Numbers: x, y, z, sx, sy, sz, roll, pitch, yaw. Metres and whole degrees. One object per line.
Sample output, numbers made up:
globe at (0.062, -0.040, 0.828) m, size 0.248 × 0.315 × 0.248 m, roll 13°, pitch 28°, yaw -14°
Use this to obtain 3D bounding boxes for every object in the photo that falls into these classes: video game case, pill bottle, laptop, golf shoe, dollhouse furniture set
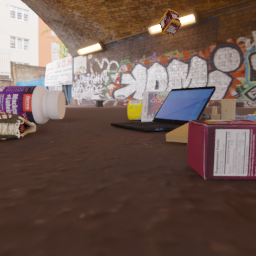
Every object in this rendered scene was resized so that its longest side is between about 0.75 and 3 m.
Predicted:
video game case at (1.483, -0.933, 12.072) m, size 1.737 × 1.583 × 0.200 m, roll 1°, pitch -31°, yaw 8°
pill bottle at (-3.843, -0.880, 10.751) m, size 2.648 × 1.475 × 1.475 m, roll 0°, pitch 5°, yaw 3°
laptop at (1.115, -0.702, 9.411) m, size 2.713 × 1.401 × 2.404 m, roll -3°, pitch 5°, yaw -28°
golf shoe at (-2.832, -0.074, 6.255) m, size 0.888 × 0.778 × 2.016 m, roll 6°, pitch 6°, yaw 6°
dollhouse furniture set at (4.697, -0.763, 12.254) m, size 1.514 × 0.988 × 1.429 m, roll -2°, pitch 6°, yaw -25°

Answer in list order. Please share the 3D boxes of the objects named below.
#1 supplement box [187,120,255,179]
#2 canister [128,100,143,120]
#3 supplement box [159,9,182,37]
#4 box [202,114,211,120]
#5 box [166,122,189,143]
supplement box at (1.550, 0.231, 3.443) m, size 1.477 × 0.633 × 0.815 m, roll 0°, pitch 5°, yaw -1°
canister at (1.304, -0.876, 13.347) m, size 2.387 × 1.033 × 1.773 m, roll 0°, pitch 5°, yaw 13°
supplement box at (1.761, -4.370, 11.689) m, size 0.500 × 0.753 × 0.742 m, roll 9°, pitch -36°, yaw -29°
box at (4.323, -0.576, 14.037) m, size 1.086 × 0.277 × 0.856 m, roll 1°, pitch 4°, yaw 4°
box at (1.962, 0.124, 6.226) m, size 1.819 × 0.193 × 1.487 m, roll 5°, pitch 15°, yaw 33°
